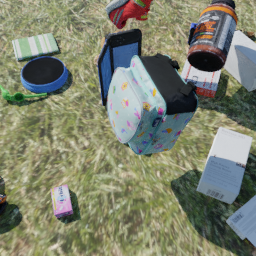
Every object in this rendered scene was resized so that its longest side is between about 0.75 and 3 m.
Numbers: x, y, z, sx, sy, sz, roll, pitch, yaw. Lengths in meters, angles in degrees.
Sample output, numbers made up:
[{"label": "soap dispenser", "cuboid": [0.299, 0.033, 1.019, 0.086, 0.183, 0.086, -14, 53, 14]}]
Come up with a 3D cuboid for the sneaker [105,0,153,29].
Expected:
[{"label": "sneaker", "cuboid": [0.535, -4.624, 10.289, 2.904, 1.233, 1.118, -20, 19, 37]}]

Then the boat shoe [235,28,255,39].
[{"label": "boat shoe", "cuboid": [5.752, -4.740, 14.110, 1.325, 0.489, 0.501, -7, 53, -5]}]

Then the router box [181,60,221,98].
[{"label": "router box", "cuboid": [3.159, -2.252, 12.274, 1.601, 0.436, 1.784, 16, 55, 12]}]

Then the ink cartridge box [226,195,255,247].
[{"label": "ink cartridge box", "cuboid": [3.983, 2.885, 8.485, 1.476, 0.330, 1.300, -30, 58, -20]}]

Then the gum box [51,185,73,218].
[{"label": "gum box", "cuboid": [-2.099, 2.346, 8.899, 0.540, 0.315, 0.952, -13, 54, -11]}]

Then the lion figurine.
[{"label": "lion figurine", "cuboid": [-0.813, -3.688, 13.176, 1.692, 1.001, 2.763, -13, 40, 0]}]

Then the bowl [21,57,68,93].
[{"label": "bowl", "cuboid": [-3.726, -2.420, 12.428, 2.054, 0.403, 2.054, 0, 53, 0]}]

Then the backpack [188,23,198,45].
[{"label": "backpack", "cuboid": [3.629, -4.652, 13.750, 1.200, 0.975, 1.007, 11, 51, 9]}]

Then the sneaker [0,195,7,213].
[{"label": "sneaker", "cuboid": [-4.484, 2.017, 8.931, 1.250, 0.865, 2.231, -3, 63, -7]}]

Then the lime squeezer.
[{"label": "lime squeezer", "cuboid": [-4.667, -1.398, 11.748, 2.398, 0.452, 0.847, 12, 23, 10]}]

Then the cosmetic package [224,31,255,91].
[{"label": "cosmetic package", "cuboid": [5.063, -2.952, 12.231, 0.997, 1.387, 2.457, -23, 58, -16]}]

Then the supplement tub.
[{"label": "supplement tub", "cuboid": [3.254, -3.587, 10.581, 1.459, 1.459, 2.727, 17, 73, 12]}]

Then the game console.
[{"label": "game console", "cuboid": [-0.268, -2.331, 11.063, 2.112, 2.475, 1.464, -16, 55, -11]}]

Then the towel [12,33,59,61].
[{"label": "towel", "cuboid": [-4.555, -4.006, 13.739, 2.011, 0.235, 1.534, -17, 55, -13]}]

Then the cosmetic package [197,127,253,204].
[{"label": "cosmetic package", "cuboid": [3.270, 1.199, 9.426, 1.207, 0.879, 2.375, 20, 57, 14]}]

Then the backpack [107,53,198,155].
[{"label": "backpack", "cuboid": [0.500, -0.465, 7.663, 1.907, 2.487, 2.186, -15, 54, -20]}]
